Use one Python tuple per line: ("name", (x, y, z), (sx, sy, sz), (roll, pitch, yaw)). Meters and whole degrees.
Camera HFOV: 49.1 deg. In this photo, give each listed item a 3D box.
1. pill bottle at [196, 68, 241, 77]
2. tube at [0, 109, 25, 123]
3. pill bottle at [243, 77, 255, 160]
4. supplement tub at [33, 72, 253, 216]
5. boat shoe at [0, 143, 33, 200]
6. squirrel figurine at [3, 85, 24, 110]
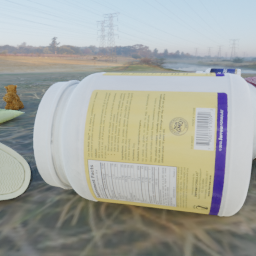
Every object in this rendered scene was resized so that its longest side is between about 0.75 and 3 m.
("pill bottle", (5.714, -3.049, 17.921), (2.708, 1.504, 1.504), (6, 15, 23))
("tube", (-4.439, -0.351, 8.983), (0.753, 0.674, 2.595), (40, 13, 2))
("pill bottle", (2.683, -0.246, 6.028), (2.989, 1.706, 1.706), (-12, 18, -28))
("supplement tub", (0.243, 0.162, 4.081), (2.652, 1.928, 1.928), (3, 14, 14))
("boat shoe", (-2.831, 0.567, 4.553), (2.819, 1.012, 0.953), (7, -12, 6))
("squirrel figurine", (-4.859, -1.295, 11.826), (0.784, 1.033, 1.107), (-4, 15, -17))
